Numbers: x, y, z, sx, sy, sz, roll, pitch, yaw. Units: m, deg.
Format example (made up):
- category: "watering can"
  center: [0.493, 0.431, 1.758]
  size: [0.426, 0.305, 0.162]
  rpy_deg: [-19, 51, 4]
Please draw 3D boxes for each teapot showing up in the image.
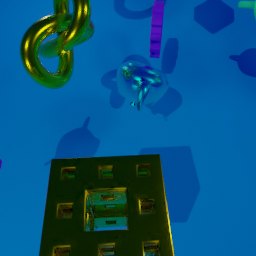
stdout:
- category: "teapot"
  center: [0.241, -0.798, 5.476]
  size: [1.057, 1.700, 0.832]
  rpy_deg: [18, 110, -8]
- category: "teapot"
  center: [2.564, -2.005, 4.575]
  size: [0.770, 0.978, 1.572]
  rpy_deg: [-16, 28, -38]

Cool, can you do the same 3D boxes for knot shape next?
- category: "knot shape"
  center: [-1.041, -1.604, 4.558]
  size: [0.791, 1.603, 1.713]
  rpy_deg: [25, 39, -8]

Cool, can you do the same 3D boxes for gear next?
- category: "gear"
  center: [0.661, -2.227, 6.393]
  size: [0.222, 1.202, 1.202]
  rpy_deg: [5, 67, 6]

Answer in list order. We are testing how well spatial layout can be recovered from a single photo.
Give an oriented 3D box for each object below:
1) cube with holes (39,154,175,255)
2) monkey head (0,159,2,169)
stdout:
- category: "cube with holes"
  center: [-0.219, 1.197, 3.340]
  size: [1.255, 1.255, 1.255]
  rpy_deg: [-2, 53, -2]
- category: "monkey head"
  center: [-2.369, 0.384, 3.912]
  size: [0.957, 1.142, 1.588]
  rpy_deg: [36, 83, 7]
